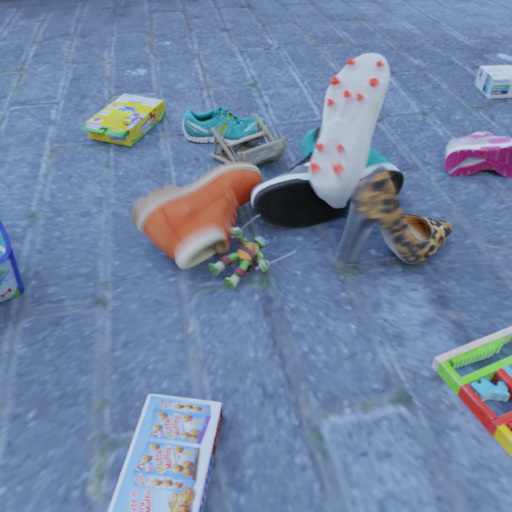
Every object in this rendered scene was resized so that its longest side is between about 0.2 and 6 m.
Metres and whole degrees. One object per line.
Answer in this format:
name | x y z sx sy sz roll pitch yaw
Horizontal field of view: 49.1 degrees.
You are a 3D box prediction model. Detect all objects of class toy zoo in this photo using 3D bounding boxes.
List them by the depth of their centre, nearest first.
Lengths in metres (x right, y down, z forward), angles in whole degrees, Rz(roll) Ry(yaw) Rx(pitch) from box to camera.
toy zoo | 3.809 2.055 7.684 1.577 0.246 2.404 -16 42 -18

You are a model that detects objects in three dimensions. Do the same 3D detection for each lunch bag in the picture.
lunch bag | -4.807 0.001 8.549 1.880 2.211 1.409 -29 56 -31

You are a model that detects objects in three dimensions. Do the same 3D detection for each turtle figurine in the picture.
turtle figurine | -0.191 -0.050 9.627 1.147 0.851 1.183 -44 21 -22

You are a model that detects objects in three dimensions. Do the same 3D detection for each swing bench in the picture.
swing bench | -0.192 -2.433 12.644 1.258 0.820 1.264 -23 50 -25

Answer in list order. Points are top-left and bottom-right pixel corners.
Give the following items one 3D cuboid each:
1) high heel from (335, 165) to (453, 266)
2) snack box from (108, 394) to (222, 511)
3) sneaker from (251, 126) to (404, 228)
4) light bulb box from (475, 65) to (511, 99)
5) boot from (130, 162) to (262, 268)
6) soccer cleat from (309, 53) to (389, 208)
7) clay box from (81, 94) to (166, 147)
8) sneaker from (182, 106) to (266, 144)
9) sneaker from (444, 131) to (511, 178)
high heel | 2.674 -0.790 9.595 2.621 1.868 0.936 -11 44 -26
snack box | -1.155 2.931 6.557 1.040 0.352 2.892 5 40 6
sneaker | 1.156 -1.732 11.336 3.182 1.330 1.921 -11 44 -20
light bulb box | 6.817 -4.873 15.677 0.952 0.599 0.960 -3 41 -5
boot | -0.723 -0.752 10.444 2.856 1.071 1.531 -30 65 -34
soccer cleat | 1.691 -2.313 10.220 1.048 1.173 3.024 12 71 26
clay box | -3.269 -3.346 13.930 1.208 0.500 2.102 13 42 15
sneaker | -0.758 -3.174 13.495 2.029 0.808 0.786 -3 40 -5
sneaker | 5.240 -2.353 12.453 2.183 0.888 0.963 2 42 2
